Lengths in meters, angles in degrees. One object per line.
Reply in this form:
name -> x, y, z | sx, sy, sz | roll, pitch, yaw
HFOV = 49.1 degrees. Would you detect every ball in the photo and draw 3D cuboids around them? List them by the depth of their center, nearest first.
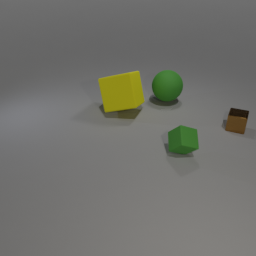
ball -> 1.778, -1.910, 12.659 | 1.400, 1.400, 1.400 | 0, 30, 0

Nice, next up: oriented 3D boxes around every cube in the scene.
cube -> 1.798, 0.403, 9.153 | 0.700, 0.700, 0.700 | 13, 64, -26
cube -> 4.211, -0.279, 10.795 | 0.700, 0.700, 0.700 | 13, 33, 22
cube -> -0.236, -1.544, 11.745 | 1.400, 1.400, 1.400 | -7, 12, 19
